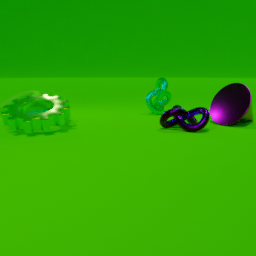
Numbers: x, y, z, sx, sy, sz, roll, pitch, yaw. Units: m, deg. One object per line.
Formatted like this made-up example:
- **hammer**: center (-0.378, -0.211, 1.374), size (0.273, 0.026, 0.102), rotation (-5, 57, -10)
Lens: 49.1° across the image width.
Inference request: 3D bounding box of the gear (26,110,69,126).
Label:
- **gear**: center (-2.965, -0.480, 9.438), size (1.916, 0.354, 1.916), rotation (3, 17, -1)

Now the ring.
- **ring**: center (-4.301, -1.020, 11.231), size (1.731, 0.346, 1.731), rotation (-13, 29, 7)

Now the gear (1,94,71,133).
- **gear**: center (-2.603, -0.462, 8.045), size (1.857, 0.343, 1.857), rotation (1, 29, 0)

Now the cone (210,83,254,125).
- **cone**: center (3.796, -0.521, 9.353), size (1.483, 1.477, 1.477), rotation (25, -3, -32)

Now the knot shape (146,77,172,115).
- **knot shape**: center (1.222, -1.163, 11.324), size (0.705, 1.525, 1.427), rotation (17, 49, 22)

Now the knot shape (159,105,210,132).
- **knot shape**: center (1.760, -0.292, 8.285), size (1.349, 0.666, 1.441), rotation (11, 15, 43)
